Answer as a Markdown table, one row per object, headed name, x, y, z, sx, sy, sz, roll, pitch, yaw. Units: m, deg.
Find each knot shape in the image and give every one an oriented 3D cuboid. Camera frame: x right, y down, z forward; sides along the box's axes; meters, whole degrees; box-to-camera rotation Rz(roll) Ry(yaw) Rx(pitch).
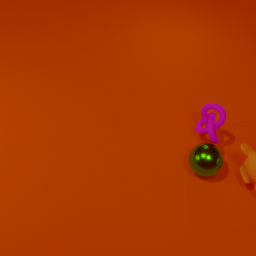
| name | x | y | z | sx | sy | sz | roll | pitch | yaw |
| --- | --- | --- | --- | --- | --- | --- | --- | --- | --- |
| knot shape | 2.223 | -0.193 | 7.474 | 0.493 | 0.999 | 1.068 | 0 | 33 | -13 |

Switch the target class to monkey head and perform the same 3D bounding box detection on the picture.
| name | x | y | z | sx | sy | sz | roll | pitch | yaw |
| --- | --- | --- | --- | --- | --- | --- | --- | --- | --- |
| monkey head | 3.400 | 0.986 | 6.893 | 1.548 | 0.933 | 1.114 | 39 | 50 | 23 |

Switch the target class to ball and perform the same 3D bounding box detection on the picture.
| name | x | y | z | sx | sy | sz | roll | pitch | yaw |
| --- | --- | --- | --- | --- | --- | --- | --- | --- | --- |
| ball | 2.041 | 0.828 | 7.348 | 0.890 | 0.890 | 0.890 | 0 | 59 | 0 |
